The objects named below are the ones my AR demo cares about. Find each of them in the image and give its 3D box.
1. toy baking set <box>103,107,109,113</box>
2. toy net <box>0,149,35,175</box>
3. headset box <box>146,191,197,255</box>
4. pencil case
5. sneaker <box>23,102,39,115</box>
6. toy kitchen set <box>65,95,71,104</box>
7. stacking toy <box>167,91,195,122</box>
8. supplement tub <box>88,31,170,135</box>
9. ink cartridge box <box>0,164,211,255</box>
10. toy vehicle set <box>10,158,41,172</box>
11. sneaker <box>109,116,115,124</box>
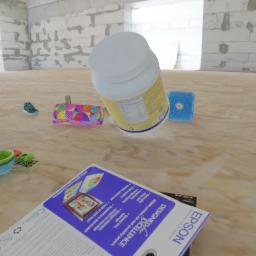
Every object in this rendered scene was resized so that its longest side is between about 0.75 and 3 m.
[{"bbox_3d":[-0.820,-0.857,13.793,1.695,0.257,2.209,2,8,31],"label":"toy baking set"},{"bbox_3d":[-3.789,0.684,7.410,2.532,0.489,1.328,6,24,24],"label":"toy net"},{"bbox_3d":[0.543,1.546,4.456,0.989,0.513,1.329,5,14,17],"label":"headset box"},{"bbox_3d":[-2.032,-0.524,11.470,2.061,0.911,0.911,2,15,14],"label":"pencil case"},{"bbox_3d":[-4.705,-0.952,13.462,1.253,0.572,0.486,15,21,41],"label":"sneaker"},{"bbox_3d":[-2.526,-1.108,13.454,0.962,0.868,0.785,-3,16,3],"label":"toy kitchen set"},{"bbox_3d":[2.442,-1.002,12.960,1.242,1.314,2.264,5,5,14],"label":"stacking toy"},{"bbox_3d":[0.107,-1.348,9.133,2.152,2.960,2.152,-9,54,13],"label":"supplement tub"},{"bbox_3d":[-0.470,1.511,3.506,2.248,0.488,2.227,14,39,42],"label":"ink cartridge box"},{"bbox_3d":[-2.789,0.960,7.355,0.835,0.111,0.519,4,16,14],"label":"toy vehicle set"},{"bbox_3d":[-0.130,-0.872,12.165,0.993,1.100,2.685,4,16,17],"label":"sneaker"}]
